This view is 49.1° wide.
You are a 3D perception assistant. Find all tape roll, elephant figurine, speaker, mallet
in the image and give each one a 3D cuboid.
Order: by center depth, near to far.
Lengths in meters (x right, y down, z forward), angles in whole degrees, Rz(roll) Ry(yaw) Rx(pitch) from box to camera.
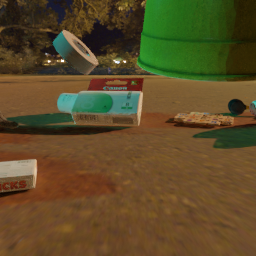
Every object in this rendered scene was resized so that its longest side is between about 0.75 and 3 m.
[{"bbox_3d":[-3.694,-0.414,7.250,1.332,0.942,1.033,2,7,26],"label":"elephant figurine"},{"bbox_3d":[-1.620,-2.355,8.766,0.478,1.446,1.446,-43,1,17],"label":"tape roll"},{"bbox_3d":[4.663,-0.603,9.392,2.520,0.519,0.830,9,14,20],"label":"mallet"},{"bbox_3d":[-1.523,-0.795,9.496,1.776,0.721,0.721,7,14,31],"label":"speaker"}]

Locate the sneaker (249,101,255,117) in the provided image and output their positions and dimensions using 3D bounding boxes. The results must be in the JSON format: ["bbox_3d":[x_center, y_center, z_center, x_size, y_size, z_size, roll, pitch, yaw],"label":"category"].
[{"bbox_3d":[4.848,-0.671,7.808,2.956,1.214,1.151,-1,12,-3],"label":"sneaker"}]

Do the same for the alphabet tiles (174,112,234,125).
[{"bbox_3d":[2.314,-0.276,8.538,1.694,0.124,1.657,5,14,20],"label":"alphabet tiles"}]

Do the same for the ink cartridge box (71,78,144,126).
[{"bbox_3d":[-0.504,-1.036,8.518,1.885,0.587,2.342,1,46,8],"label":"ink cartridge box"}]

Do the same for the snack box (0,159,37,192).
[{"bbox_3d":[-2.289,0.712,3.849,1.959,0.238,0.704,-4,13,-16],"label":"snack box"}]

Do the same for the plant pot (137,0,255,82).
[{"bbox_3d":[1.361,-2.183,4.141,2.483,2.390,2.483,-1,26,1],"label":"plant pot"}]
